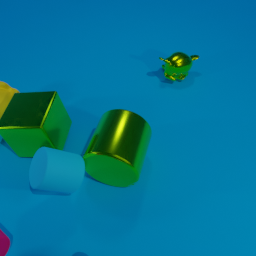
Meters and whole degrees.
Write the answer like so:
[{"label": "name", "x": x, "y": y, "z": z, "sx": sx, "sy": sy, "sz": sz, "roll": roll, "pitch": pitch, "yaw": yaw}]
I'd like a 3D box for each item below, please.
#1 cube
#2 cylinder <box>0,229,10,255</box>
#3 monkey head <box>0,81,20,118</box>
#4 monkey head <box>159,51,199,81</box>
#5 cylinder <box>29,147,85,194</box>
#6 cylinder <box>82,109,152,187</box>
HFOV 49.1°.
[{"label": "cube", "x": -2.097, "y": -0.073, "z": 6.463, "sx": 1.103, "sy": 1.103, "sz": 1.103, "roll": -1, "pitch": 50, "yaw": 13}, {"label": "cylinder", "x": -2.482, "y": 1.820, "z": 4.429, "sx": 0.841, "sy": 0.841, "sz": 0.841, "roll": 32, "pitch": 58, "yaw": 22}, {"label": "monkey head", "x": -3.177, "y": -0.582, "z": 7.012, "sx": 1.650, "sy": 1.187, "sz": 0.994, "roll": 33, "pitch": 79, "yaw": -17}, {"label": "monkey head", "x": 1.388, "y": -1.893, "z": 8.235, "sx": 1.343, "sy": 0.809, "sz": 0.966, "roll": -10, "pitch": 38, "yaw": -23}, {"label": "cylinder", "x": -1.384, "y": 0.834, "z": 5.460, "sx": 0.798, "sy": 0.798, "sz": 0.798, "roll": 18, "pitch": 39, "yaw": -38}, {"label": "cylinder", "x": -0.211, "y": 0.436, "z": 6.073, "sx": 1.240, "sy": 1.240, "sz": 1.240, "roll": 12, "pitch": 52, "yaw": 10}]
